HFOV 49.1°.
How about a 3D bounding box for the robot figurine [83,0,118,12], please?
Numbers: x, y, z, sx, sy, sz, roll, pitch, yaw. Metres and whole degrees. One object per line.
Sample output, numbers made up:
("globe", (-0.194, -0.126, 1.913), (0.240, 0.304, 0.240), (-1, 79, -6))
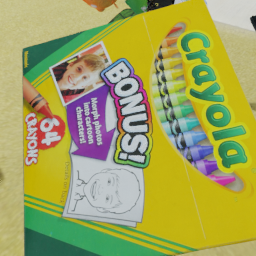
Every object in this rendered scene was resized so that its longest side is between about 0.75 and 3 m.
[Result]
("robot figurine", (-1.038, -4.256, 7.822), (1.335, 1.647, 2.290), (-12, 51, -47))

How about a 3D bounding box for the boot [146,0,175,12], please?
("boot", (0.370, -2.120, 4.609), (1.171, 0.882, 0.428), (8, -8, -42))

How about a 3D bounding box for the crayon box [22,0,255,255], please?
("crayon box", (0.069, 0.013, 3.344), (2.473, 0.836, 2.867), (-15, 64, 7))

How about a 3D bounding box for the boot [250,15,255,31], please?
("boot", (4.063, -2.797, 7.577), (0.480, 1.055, 1.256), (-8, 70, -49))

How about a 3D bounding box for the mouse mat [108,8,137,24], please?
("mouse mat", (-0.320, -2.600, 8.363), (2.934, 0.110, 2.361), (-48, 47, -13))

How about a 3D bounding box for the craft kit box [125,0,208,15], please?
("craft kit box", (1.163, -3.166, 7.044), (0.695, 2.864, 2.829), (-28, 44, 34))
